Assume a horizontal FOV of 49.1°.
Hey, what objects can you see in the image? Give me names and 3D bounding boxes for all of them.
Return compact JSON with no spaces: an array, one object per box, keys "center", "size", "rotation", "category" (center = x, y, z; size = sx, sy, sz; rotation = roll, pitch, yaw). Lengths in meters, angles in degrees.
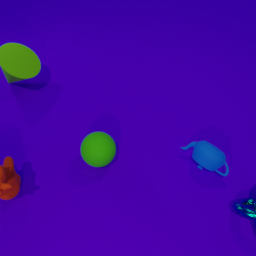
[{"center":[2.959,1.787,5.708],"size":[1.405,0.649,1.314],"rotation":[-17,37,8],"category":"knot shape"},{"center":[-3.495,-1.711,8.589],"size":[1.239,1.244,1.239],"rotation":[19,54,-29],"category":"cone"},{"center":[-0.718,0.519,6.810],"size":[0.855,0.855,0.855],"rotation":[0,51,0],"category":"ball"},{"center":[1.888,0.697,6.825],"size":[1.312,0.816,0.642],"rotation":[38,103,28],"category":"teapot"},{"center":[-2.685,1.184,5.928],"size":[0.701,1.276,1.256],"rotation":[-14,40,-10],"category":"cow figurine"}]
